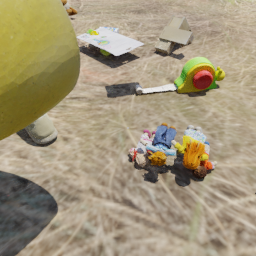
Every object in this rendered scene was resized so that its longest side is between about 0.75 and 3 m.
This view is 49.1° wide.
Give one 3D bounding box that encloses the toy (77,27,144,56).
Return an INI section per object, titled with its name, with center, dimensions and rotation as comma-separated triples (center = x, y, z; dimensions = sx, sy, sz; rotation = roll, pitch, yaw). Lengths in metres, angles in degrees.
[toy]
center = -0.713, -3.148, 10.644
dimensions = 1.370, 0.562, 2.379
rotation = -33, 52, -31

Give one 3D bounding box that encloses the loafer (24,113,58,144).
[loafer]
center = -2.512, -0.418, 7.121
dimensions = 0.816, 0.736, 2.156
rotation = -32, 49, -33

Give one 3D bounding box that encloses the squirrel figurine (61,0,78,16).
[squirrel figurine]
center = -3.476, -5.364, 13.132
dimensions = 1.743, 1.233, 1.627
rotation = -6, 48, 18

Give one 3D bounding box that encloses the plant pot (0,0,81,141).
[plant pot]
center = -2.314, -0.730, 3.323
dimensions = 2.857, 2.857, 2.028
rotation = 15, 52, 18

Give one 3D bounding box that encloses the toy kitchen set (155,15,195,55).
[toy kitchen set]
center = 2.077, -3.293, 10.848
dimensions = 1.199, 1.326, 1.470
rotation = 28, 86, 35

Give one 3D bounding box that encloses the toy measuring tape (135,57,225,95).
[toy measuring tape]
center = 1.609, -1.584, 8.398
dimensions = 2.789, 1.026, 1.026
rotation = -6, 39, -7

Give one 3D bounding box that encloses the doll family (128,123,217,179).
[doll family]
center = 0.962, 0.407, 5.984
dimensions = 1.957, 0.882, 1.214
rotation = 10, 40, 12

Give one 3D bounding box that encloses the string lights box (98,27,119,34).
[string lights box]
center = -0.862, -4.172, 12.152
dimensions = 0.844, 0.249, 0.434
rotation = 8, 40, 10
